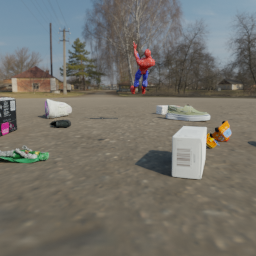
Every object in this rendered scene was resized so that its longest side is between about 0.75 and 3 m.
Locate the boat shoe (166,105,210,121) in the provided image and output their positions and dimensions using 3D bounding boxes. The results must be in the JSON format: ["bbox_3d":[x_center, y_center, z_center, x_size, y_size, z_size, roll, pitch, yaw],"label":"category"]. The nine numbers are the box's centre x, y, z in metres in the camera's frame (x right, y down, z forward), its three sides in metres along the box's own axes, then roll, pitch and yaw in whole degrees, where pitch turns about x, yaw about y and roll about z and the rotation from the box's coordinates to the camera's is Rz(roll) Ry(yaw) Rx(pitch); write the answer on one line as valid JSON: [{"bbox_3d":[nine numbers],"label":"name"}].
[{"bbox_3d":[2.987,-0.769,14.283,2.430,0.754,0.875,6,10,36],"label":"boat shoe"}]

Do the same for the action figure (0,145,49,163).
[{"bbox_3d":[-2.395,0.593,6.284,1.275,0.349,0.753,4,5,3],"label":"action figure"}]

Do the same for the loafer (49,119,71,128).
[{"bbox_3d":[-2.780,-0.153,11.504,1.047,0.355,0.367,0,11,33],"label":"loafer"}]

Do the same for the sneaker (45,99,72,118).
[{"bbox_3d":[-3.930,-1.133,15.859,1.386,1.042,2.783,-1,8,-6],"label":"sneaker"}]

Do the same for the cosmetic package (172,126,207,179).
[{"bbox_3d":[1.284,0.436,5.704,0.577,0.792,1.557,3,10,20],"label":"cosmetic package"}]

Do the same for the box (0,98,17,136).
[{"bbox_3d":[-4.843,-0.422,9.945,1.110,1.279,1.935,0,8,-3],"label":"box"}]

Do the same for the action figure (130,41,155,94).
[{"bbox_3d":[0.599,-2.751,12.438,0.868,1.317,2.661,-2,-24,-10],"label":"action figure"}]

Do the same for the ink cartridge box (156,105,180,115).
[{"bbox_3d":[2.541,-1.157,17.864,1.246,0.526,0.902,-3,8,-18],"label":"ink cartridge box"}]

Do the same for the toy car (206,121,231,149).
[{"bbox_3d":[2.562,0.362,8.239,0.533,0.786,1.602,47,46,13],"label":"toy car"}]
